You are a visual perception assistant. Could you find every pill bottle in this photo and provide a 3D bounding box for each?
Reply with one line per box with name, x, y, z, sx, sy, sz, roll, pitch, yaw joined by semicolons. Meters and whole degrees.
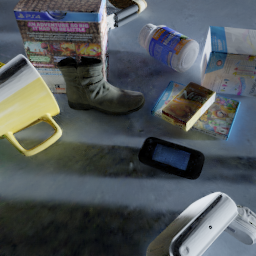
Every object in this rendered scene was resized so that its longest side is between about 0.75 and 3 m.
pill bottle;1.449;-3.096;10.543;1.228;1.228;2.191;-35;57;-28

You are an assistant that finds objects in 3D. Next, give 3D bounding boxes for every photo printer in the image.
photo printer;1.180;2.153;5.640;1.815;1.510;0.630;-34;77;-26

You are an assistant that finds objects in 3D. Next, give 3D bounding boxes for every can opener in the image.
can opener;-0.555;-4.943;12.599;2.496;0.657;0.830;-35;56;-28

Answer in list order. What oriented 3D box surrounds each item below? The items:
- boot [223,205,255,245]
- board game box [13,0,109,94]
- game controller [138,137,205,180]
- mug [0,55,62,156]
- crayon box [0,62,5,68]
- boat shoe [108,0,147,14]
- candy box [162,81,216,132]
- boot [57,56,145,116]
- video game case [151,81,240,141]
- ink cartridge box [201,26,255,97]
boot;2.351;2.008;6.477;1.417;0.521;0.677;34;47;22
board game box;-1.876;-2.636;8.949;2.365;2.966;1.436;3;48;1
game controller;1.166;0.810;7.592;1.720;0.362;0.897;17;50;16
mug;-3.252;-0.610;7.877;2.061;2.010;2.510;-36;47;-19
crayon box;-5.383;-1.306;9.210;2.356;0.796;2.731;25;52;19
boat shoe;-0.091;-6.309;13.774;2.356;0.869;0.815;39;54;20
candy box;1.846;-0.690;8.521;0.909;0.435;1.574;31;61;29
boot;-0.789;-1.306;8.520;2.624;1.714;0.888;3;46;5
video game case;2.194;-0.642;9.002;2.429;0.216;1.738;20;51;18
ink cartridge box;3.887;-2.206;9.440;2.561;1.646;1.604;7;48;7
